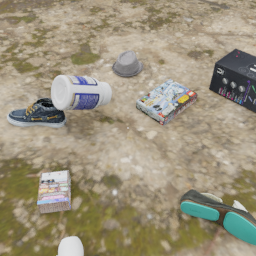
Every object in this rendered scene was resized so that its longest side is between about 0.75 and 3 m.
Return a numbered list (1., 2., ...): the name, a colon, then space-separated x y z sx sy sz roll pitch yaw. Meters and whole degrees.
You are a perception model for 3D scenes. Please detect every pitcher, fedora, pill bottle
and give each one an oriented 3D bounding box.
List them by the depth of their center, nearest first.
1. pitcher: -1.680 3.646 7.666 0.965 0.682 1.125 -14 57 0
2. pill bottle: -1.765 -1.363 11.042 2.176 1.302 1.302 -4 38 -45
3. fedora: -0.024 -3.446 14.560 1.625 0.830 1.837 19 48 18

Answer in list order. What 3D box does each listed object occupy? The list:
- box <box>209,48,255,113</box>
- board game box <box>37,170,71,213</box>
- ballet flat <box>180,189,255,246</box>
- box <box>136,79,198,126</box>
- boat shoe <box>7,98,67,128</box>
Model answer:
1. box: 5.530 -2.118 12.692 2.989 1.585 1.827 34 54 30
2. board game box: -2.393 2.079 9.218 0.958 0.582 1.201 -5 45 -5
3. ballet flat: 2.953 2.555 8.570 2.694 0.916 0.921 22 38 21
4. box: 1.753 -1.217 12.579 2.375 0.474 1.626 -35 54 -29
5. boat shoe: -3.851 -0.721 11.613 2.520 1.144 0.891 3 45 3
